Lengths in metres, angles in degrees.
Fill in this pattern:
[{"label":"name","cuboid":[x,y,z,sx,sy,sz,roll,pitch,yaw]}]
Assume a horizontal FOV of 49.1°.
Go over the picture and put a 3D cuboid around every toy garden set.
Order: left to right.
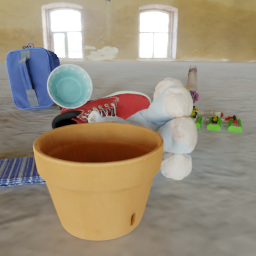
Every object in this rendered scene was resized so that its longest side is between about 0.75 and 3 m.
[{"label":"toy garden set","cuboid":[2.451,-0.385,8.777,2.075,0.414,1.730,6,17,19]}]

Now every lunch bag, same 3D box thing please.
[{"label":"lunch bag","cuboid":[-3.389,-1.897,10.315,1.623,2.389,1.581,-7,12,3]}]

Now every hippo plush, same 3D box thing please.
[{"label":"hippo plush","cuboid":[0.136,-0.060,5.289,1.767,1.751,2.198,-1,17,-8]}]

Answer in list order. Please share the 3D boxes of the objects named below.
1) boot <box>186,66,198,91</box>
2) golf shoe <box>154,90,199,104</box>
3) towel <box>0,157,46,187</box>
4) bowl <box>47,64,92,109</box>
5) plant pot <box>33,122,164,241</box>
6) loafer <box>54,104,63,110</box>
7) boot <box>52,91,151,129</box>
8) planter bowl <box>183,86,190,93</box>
[{"label":"boot","cuboid":[3.485,-2.725,15.225,0.631,1.313,1.796,3,16,10]},{"label":"golf shoe","cuboid":[2.013,-1.310,11.721,1.846,0.670,0.850,10,5,10]},{"label":"towel","cuboid":[-2.249,0.821,5.151,1.672,0.199,1.210,-3,14,-16]},{"label":"bowl","cuboid":[-1.623,-1.106,7.781,1.199,1.199,0.627,-5,-1,-15]},{"label":"plant pot","cuboid":[-0.359,0.677,3.793,1.655,1.158,1.655,-1,17,0]},{"label":"loafer","cuboid":[-2.554,-0.940,10.814,0.336,0.345,0.945,5,17,14]},{"label":"boot","cuboid":[-0.638,-0.339,7.767,2.706,0.980,1.952,-8,17,2]},{"label":"planter bowl","cuboid":[2.012,-1.001,10.478,0.437,1.049,1.049,33,1,-27]}]
